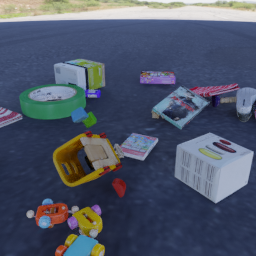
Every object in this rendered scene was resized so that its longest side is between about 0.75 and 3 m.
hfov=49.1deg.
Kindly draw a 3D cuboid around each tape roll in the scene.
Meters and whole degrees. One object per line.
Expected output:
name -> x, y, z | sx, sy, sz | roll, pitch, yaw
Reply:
tape roll -> -2.906, -1.094, 10.973 | 2.469, 0.593, 2.469 | 1, 26, 0

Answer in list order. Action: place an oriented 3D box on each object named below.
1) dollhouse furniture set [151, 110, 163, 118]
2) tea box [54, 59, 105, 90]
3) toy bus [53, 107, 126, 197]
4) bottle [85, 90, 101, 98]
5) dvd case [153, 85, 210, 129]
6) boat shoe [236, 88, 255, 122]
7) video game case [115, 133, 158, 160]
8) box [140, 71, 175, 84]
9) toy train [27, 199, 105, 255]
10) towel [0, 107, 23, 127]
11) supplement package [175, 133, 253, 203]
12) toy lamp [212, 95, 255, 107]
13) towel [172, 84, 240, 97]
dollhouse furniture set -> 1.390, -0.767, 10.357 | 0.867, 0.545, 0.981 | 7, 27, 14
tea box -> -2.235, -2.456, 13.095 | 1.694, 1.132, 1.667 | 20, 32, 36
toy bus -> -0.915, 0.754, 6.644 | 1.051, 2.034, 1.919 | -30, 35, 10
bottle -> -1.664, -1.485, 12.084 | 0.924, 0.302, 0.386 | 2, 28, 4
dvd case -> 1.839, -0.760, 9.630 | 1.227, 0.185, 1.680 | 37, 55, 25
boat shoe -> 4.332, -0.892, 10.434 | 0.715, 0.704, 1.984 | 11, 35, 27
video game case -> 0.281, 0.523, 8.255 | 0.867, 0.106, 1.213 | 12, 28, 22
box -> 1.498, -2.575, 14.229 | 1.738, 0.340, 1.189 | 2, 26, 4
toy train -> -1.107, 1.959, 4.971 | 1.386, 0.513, 1.845 | -7, 24, -11
towel -> -4.774, -0.416, 10.069 | 1.657, 0.188, 1.193 | 18, 32, 31
supplement package -> 1.995, 0.868, 6.622 | 1.206, 0.927, 1.261 | -18, 30, -32
toy lamp -> 4.409, -1.119, 11.077 | 2.080, 0.606, 0.606 | -3, 26, 0
towel -> 3.016, -1.495, 11.379 | 1.710, 0.266, 2.364 | -16, 11, -27
